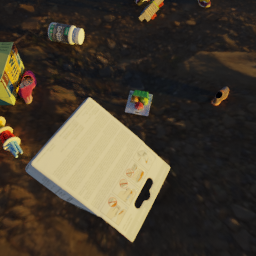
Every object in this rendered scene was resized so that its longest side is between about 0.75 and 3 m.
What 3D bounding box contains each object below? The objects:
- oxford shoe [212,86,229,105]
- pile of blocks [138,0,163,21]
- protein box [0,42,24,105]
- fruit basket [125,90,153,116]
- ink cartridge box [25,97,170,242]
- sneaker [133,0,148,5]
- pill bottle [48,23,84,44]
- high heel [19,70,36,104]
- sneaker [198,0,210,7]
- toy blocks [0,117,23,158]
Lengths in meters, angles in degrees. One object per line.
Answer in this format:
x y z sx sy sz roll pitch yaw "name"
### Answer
3.300 -1.192 9.836 0.344 0.351 0.964 32 61 20 "oxford shoe"
1.063 -5.278 12.680 0.535 0.707 1.721 45 69 -21 "pile of blocks"
-4.881 -1.881 9.752 1.859 1.263 1.872 -1 55 -1 "protein box"
0.379 -0.846 9.645 0.812 0.411 0.877 10 71 7 "fruit basket"
-0.510 0.850 6.020 2.525 0.597 2.021 41 54 -8 "ink cartridge box"
0.681 -6.283 13.359 1.046 0.420 0.452 -37 61 -24 "sneaker"
-2.515 -3.838 11.440 1.309 0.740 0.740 12 56 9 "pill bottle"
-3.617 -1.651 9.916 0.523 0.745 1.553 -3 55 -2 "high heel"
3.565 -6.272 13.222 0.508 0.611 1.356 -9 56 -6 "sneaker"
-4.019 0.488 8.546 1.260 0.549 1.512 -34 62 -22 "toy blocks"
